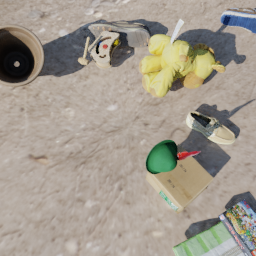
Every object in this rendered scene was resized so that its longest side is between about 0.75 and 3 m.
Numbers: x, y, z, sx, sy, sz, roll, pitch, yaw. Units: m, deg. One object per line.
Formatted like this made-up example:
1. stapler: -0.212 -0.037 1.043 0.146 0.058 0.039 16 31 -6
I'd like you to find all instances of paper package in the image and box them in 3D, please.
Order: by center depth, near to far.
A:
1. paper package: 1.618 1.621 9.015 1.539 0.835 1.614 -36 68 -18

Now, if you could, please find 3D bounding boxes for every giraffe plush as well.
1. giraffe plush: 2.153 -2.420 10.614 2.383 2.939 2.536 9 53 -29

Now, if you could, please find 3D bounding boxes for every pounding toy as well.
1. pounding toy: -1.009 -3.114 11.126 1.091 1.095 1.908 34 76 16

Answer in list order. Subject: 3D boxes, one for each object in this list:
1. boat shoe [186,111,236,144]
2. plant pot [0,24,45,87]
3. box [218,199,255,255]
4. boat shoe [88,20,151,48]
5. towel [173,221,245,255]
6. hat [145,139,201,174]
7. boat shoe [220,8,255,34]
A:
1. boat shoe: 2.987 -0.033 10.049 1.877 0.610 0.677 29 65 15
2. plant pot: -4.262 -2.585 10.550 2.138 1.865 2.138 -1 94 -18
3. box: 3.583 3.046 8.404 1.029 0.284 1.507 -19 62 -27
4. boat shoe: -0.343 -4.133 12.221 2.740 1.020 1.004 10 45 3
5. towel: 2.650 4.205 7.751 2.002 0.412 2.683 -15 59 -24
6. hat: 1.292 1.088 7.820 1.183 1.428 1.257 -41 46 -9
7. boat shoe: 5.467 -4.989 12.647 2.385 0.862 0.863 19 61 10
